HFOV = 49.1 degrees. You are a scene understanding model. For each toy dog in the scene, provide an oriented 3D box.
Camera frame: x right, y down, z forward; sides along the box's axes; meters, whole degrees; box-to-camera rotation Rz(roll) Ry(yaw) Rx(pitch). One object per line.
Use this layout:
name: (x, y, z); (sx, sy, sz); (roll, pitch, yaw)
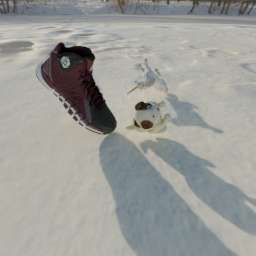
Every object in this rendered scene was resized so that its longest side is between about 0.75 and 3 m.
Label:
toy dog: (0.523, -0.334, 7.788); (1.301, 0.936, 1.342); (-9, -9, 2)

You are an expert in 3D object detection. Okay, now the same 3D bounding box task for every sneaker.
sneaker: (-1.144, -1.172, 7.891); (2.940, 1.698, 1.112); (42, 39, -10)

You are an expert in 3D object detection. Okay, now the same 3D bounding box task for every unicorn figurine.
unicorn figurine: (0.906, -1.988, 11.366); (2.323, 0.858, 1.596); (10, 47, -35)
